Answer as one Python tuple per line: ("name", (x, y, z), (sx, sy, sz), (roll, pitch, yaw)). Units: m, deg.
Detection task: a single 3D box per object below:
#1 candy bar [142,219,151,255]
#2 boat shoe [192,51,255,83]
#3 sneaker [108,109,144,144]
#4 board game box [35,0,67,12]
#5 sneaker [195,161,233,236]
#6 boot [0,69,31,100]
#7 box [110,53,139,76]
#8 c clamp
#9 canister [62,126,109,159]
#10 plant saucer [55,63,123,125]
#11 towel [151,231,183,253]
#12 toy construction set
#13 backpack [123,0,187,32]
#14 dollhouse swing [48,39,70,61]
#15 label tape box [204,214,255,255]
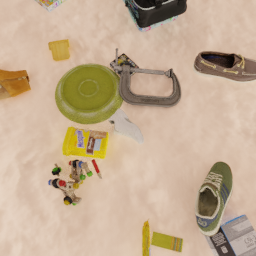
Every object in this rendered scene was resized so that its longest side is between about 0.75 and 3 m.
("candy bar", (0.578, 3.800, 8.724), (0.203, 0.456, 1.830), (10, 57, -16))
("boat shoe", (4.196, -2.565, 11.439), (2.952, 0.878, 1.060), (8, 67, 4))
("sneaker", (-0.099, 0.094, 10.485), (0.842, 0.660, 1.695), (-39, 63, -8))
("board game box", (-3.938, -6.529, 13.467), (1.955, 0.335, 1.314), (41, 72, 16))
("sneaker", (2.725, 2.004, 8.865), (0.860, 1.152, 2.565), (5, 56, 33))
("boot", (-4.884, -2.140, 11.424), (1.480, 0.727, 2.067), (-25, 73, -16))
("box", (-0.148, -2.581, 11.795), (0.821, 0.250, 1.018), (-39, 72, -12))
("c clamp", (0.779, -2.009, 11.323), (2.925, 0.396, 2.499), (9, 68, -5))
("canister", (-1.504, 0.543, 10.140), (1.492, 0.646, 1.108), (7, 50, 1))
("plant saucer", (-1.554, -1.517, 11.231), (2.848, 0.442, 2.848), (0, 67, -1))
("towel", (1.278, 3.720, 9.141), (1.008, 0.091, 0.434), (12, 62, 6))
("toy construction set", (-1.679, 1.861, 9.469), (1.690, 1.298, 1.409), (-17, 21, 11))
("backpack", (0.984, -5.908, 12.148), (2.631, 2.231, 2.964), (-25, 76, -10))
("dollhouse swing", (-2.940, -3.391, 12.203), (0.866, 0.761, 0.787), (-12, 26, -5))
("label tape box", (3.495, 3.927, 8.717), (1.422, 0.656, 1.984), (-22, 67, -7))
